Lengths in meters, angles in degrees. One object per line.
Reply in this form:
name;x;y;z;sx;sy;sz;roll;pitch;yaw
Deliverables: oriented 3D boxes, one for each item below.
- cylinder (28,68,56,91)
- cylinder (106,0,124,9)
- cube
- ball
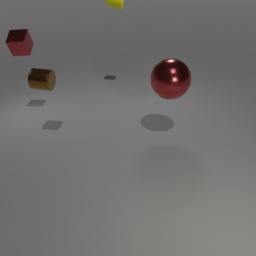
cylinder;-2.858;-1.617;9.334;0.700;0.700;0.700;7;29;6
cylinder;-0.563;-5.822;12.663;0.700;0.700;0.700;16;29;-2
cube;-4.061;-3.207;10.541;0.700;0.700;0.700;-2;57;3
ball;1.469;-1.681;9.643;1.400;1.400;1.400;0;29;0
